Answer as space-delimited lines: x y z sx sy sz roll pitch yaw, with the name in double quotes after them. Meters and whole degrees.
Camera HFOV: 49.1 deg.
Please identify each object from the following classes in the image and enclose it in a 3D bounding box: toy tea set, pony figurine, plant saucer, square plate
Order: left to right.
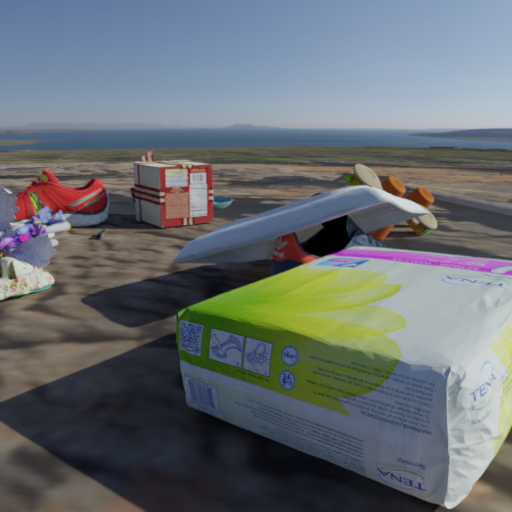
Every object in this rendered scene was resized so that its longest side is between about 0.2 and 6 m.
-3.947 -0.280 9.249 1.743 1.504 1.806 -36 2 24 "pony figurine"
-1.500 -1.558 16.594 1.601 0.219 1.601 0 13 0 "plant saucer"
0.802 -0.441 8.429 3.079 0.442 3.108 -16 -6 25 "square plate"
3.037 -0.982 12.658 2.806 1.038 1.668 10 46 -36 "toy tea set"

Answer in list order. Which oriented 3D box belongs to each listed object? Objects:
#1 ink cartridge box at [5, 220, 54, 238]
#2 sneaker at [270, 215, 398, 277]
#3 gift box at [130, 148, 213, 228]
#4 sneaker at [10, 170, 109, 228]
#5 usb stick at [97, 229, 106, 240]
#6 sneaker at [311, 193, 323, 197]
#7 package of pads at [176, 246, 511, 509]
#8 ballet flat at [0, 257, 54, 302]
-4.807 -0.512 11.933 0.668 0.384 0.920 1 14 3 "ink cartridge box"
1.546 -0.042 8.222 2.919 1.234 1.094 -7 15 -29 "sneaker"
-2.061 -1.729 14.033 1.701 1.843 1.721 -4 12 -35 "gift box"
-5.177 -1.368 13.379 3.188 1.354 1.228 -6 15 -22 "sneaker"
-3.393 -0.470 12.279 0.088 0.150 0.542 12 13 -5 "usb stick"
1.602 -0.893 12.140 0.890 1.003 2.373 10 17 29 "sneaker"
1.247 0.763 5.224 2.491 1.100 3.224 9 17 37 "package of pads"
-3.687 0.347 7.982 0.708 0.598 1.871 10 16 29 "ballet flat"
